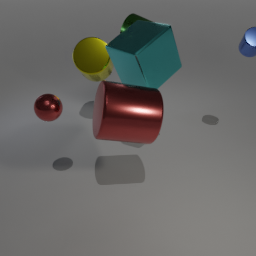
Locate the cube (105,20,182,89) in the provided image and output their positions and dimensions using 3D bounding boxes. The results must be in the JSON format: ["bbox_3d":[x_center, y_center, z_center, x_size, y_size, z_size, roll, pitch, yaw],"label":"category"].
[{"bbox_3d":[0.473,-2.076,8.133,1.400,1.400,1.400,-43,44,-17],"label":"cube"}]

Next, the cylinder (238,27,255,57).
[{"bbox_3d":[3.983,-2.736,8.951,0.700,0.700,0.700,4,-13,7],"label":"cylinder"}]

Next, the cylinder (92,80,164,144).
[{"bbox_3d":[-0.046,-0.359,6.793,1.400,1.400,1.400,6,26,-17],"label":"cylinder"}]

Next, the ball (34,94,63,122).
[{"bbox_3d":[-1.990,-0.510,7.003,0.700,0.700,0.700,0,29,0],"label":"ball"}]

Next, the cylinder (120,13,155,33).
[{"bbox_3d":[0.572,-4.373,12.983,1.400,1.400,1.400,31,38,18],"label":"cylinder"}]

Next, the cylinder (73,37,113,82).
[{"bbox_3d":[-1.314,-2.626,10.901,1.400,1.400,1.400,1,-2,2],"label":"cylinder"}]
